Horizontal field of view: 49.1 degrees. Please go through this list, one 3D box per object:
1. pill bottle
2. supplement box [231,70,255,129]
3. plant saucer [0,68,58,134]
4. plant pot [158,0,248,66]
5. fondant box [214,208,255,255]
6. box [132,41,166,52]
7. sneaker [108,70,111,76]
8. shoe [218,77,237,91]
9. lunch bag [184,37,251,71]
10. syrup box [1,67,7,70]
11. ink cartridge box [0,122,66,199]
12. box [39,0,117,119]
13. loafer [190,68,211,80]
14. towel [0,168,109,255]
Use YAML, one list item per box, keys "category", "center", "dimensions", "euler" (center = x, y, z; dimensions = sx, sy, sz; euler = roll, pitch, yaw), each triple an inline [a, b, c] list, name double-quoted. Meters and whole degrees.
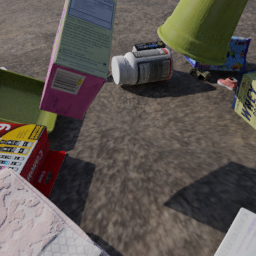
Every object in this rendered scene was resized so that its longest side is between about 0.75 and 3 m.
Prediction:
- category: "pill bottle"
  center: [0.552, -2.409, 11.107]
  dimensions: [2.230, 1.270, 1.270]
  euler: [-11, 36, -16]
- category: "supplement box"
  center: [4.809, -0.849, 8.745]
  dimensions: [2.074, 1.392, 2.072]
  euler: [-9, 36, -12]
- category: "plant saucer"
  center: [-3.468, -0.762, 8.741]
  dimensions: [2.571, 0.616, 2.568]
  euler: [15, 36, -14]
- category: "plant pot"
  center: [2.570, -3.666, 8.860]
  dimensions: [2.552, 2.346, 2.552]
  euler: [15, 39, -13]
- category: "fondant box"
  center: [2.408, 2.674, 3.781]
  dimensions: [2.759, 0.804, 1.990]
  euler: [26, 59, 31]
- category: "box"
  center: [0.760, -3.058, 11.992]
  dimensions: [1.400, 1.389, 0.348]
  euler: [-16, 68, -21]
- category: "sneaker"
  center: [-1.228, -2.312, 11.672]
  dimensions: [1.090, 0.477, 0.402]
  euler: [-16, 38, -22]
- category: "shoe"
  center: [3.932, -1.836, 11.049]
  dimensions: [0.318, 0.405, 0.890]
  euler: [-18, 38, -24]
- category: "lunch bag"
  center: [3.728, -3.469, 12.742]
  dimensions: [2.219, 1.387, 2.948]
  euler: [3, 17, -6]
- category: "syrup box"
  center: [-5.153, -1.239, 9.685]
  dimensions: [2.427, 0.988, 0.955]
  euler: [-29, 45, -34]
- category: "ink cartridge box"
  center: [-2.679, 0.842, 6.738]
  dimensions: [1.880, 0.898, 2.142]
  euler: [4, 36, 2]
- category: "box"
  center: [-1.102, -1.556, 6.029]
  dimensions: [1.006, 1.831, 2.082]
  euler: [14, 63, -19]
- category: "loafer"
  center: [2.940, -2.229, 11.645]
  dimensions: [0.952, 0.358, 0.332]
  euler: [21, 61, 42]
- category: "towel"
  center: [-2.204, 2.300, 4.303]
  dimensions: [2.807, 0.474, 2.939]
  euler: [27, 58, 28]
